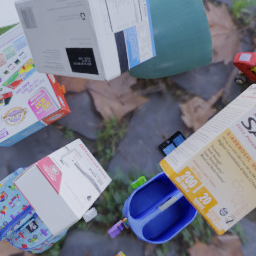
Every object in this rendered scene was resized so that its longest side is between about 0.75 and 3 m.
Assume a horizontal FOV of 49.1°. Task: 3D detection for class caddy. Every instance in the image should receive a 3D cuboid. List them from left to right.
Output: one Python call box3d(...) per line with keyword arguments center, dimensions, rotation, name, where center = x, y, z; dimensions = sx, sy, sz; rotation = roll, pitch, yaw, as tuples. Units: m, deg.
box3d(center=(0.875, 2.085, 7.449), dimensions=(2.114, 1.110, 1.495), rotation=(-29, 79, -26), name="caddy")

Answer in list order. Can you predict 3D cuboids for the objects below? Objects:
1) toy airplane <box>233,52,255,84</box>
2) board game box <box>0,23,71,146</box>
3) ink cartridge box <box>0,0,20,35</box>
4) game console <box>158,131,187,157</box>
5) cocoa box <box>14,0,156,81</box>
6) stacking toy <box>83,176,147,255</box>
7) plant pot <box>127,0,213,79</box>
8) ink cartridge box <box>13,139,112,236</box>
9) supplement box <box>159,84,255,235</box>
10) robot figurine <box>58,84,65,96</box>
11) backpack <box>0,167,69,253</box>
box3d(center=(4.436, -1.581, 8.232), dimensions=(2.129, 1.509, 2.139), rotation=(-20, 79, -5), name="toy airplane")
box3d(center=(-3.360, -1.275, 8.368), dimensions=(2.287, 0.603, 2.990), rotation=(-27, 80, 8), name="board game box")
box3d(center=(-4.445, -3.818, 9.170), dimensions=(2.223, 0.533, 1.617), rotation=(-16, 79, -3), name="ink cartridge box")
box3d(center=(1.439, 0.645, 8.303), dimensions=(0.748, 0.495, 0.850), rotation=(-35, 80, -7), name="game console")
box3d(center=(-0.838, -1.976, 5.623), dimensions=(2.315, 1.544, 1.519), rotation=(15, 38, 41), name="cocoa box")
box3d(center=(0.011, 2.605, 7.908), dimensions=(2.197, 0.516, 1.656), rotation=(-32, 90, -13), name="stacking toy")
box3d(center=(0.759, -2.690, 7.929), dimensions=(2.261, 2.817, 2.817), rotation=(-21, 79, 7), name="plant pot")
box3d(center=(-1.152, 1.017, 5.387), dimensions=(0.683, 1.650, 1.209), rotation=(-38, 91, 20), name="ink cartridge box")
box3d(center=(2.244, 0.592, 5.730), dimensions=(2.689, 0.988, 1.694), rotation=(-41, 100, 2), name="supplement box")
box3d(center=(-2.259, -1.083, 8.672), dimensions=(0.571, 0.463, 0.794), rotation=(-30, 78, 33), name="robot figurine")
box3d(center=(-2.659, 2.314, 7.520), dimensions=(1.906, 1.404, 2.088), rotation=(-36, 82, -7), name="backpack")
